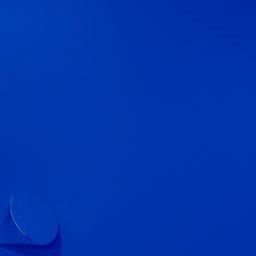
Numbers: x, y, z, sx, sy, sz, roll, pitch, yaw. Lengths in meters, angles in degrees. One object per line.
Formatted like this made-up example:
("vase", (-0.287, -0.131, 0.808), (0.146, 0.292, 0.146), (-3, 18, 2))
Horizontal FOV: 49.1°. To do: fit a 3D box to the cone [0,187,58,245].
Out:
("cone", (-2.619, 2.329, 6.447), (1.399, 1.394, 1.394), (-35, 66, 13))
